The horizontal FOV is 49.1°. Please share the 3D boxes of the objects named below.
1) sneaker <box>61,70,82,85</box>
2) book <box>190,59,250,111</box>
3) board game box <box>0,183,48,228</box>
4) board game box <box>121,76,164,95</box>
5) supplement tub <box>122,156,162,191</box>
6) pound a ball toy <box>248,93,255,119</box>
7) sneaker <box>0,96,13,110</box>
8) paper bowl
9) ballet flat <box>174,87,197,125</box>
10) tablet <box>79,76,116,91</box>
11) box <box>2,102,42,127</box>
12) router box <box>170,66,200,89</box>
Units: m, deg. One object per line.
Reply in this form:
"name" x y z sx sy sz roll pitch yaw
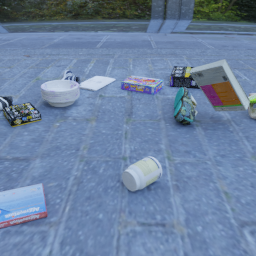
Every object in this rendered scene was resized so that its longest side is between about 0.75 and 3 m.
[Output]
"sneaker" -3.025 -2.725 15.349 0.997 0.644 1.837 -11 32 9
"book" 3.490 -1.518 10.703 1.438 2.153 0.517 -4 46 50
"board game box" -3.142 1.968 6.738 2.234 0.217 1.150 -9 27 -18
"board game box" 0.779 -2.316 14.959 1.920 0.430 1.291 13 29 23
"supplement tub" 0.385 1.249 7.632 0.956 0.693 0.693 -22 34 -36
"pound a ball toy" 6.105 -1.095 12.154 2.638 1.120 1.720 -20 7 -33
"sneaker" -5.842 -1.270 12.840 1.597 0.583 0.893 30 36 33
"paper bowl" -3.105 -1.574 12.969 1.726 0.898 1.726 0 27 0
"ballet flat" 2.456 -0.889 11.841 1.049 1.049 2.826 6 29 11
"tablet" -1.810 -2.539 15.716 1.420 0.149 2.182 13 30 24
"box" -4.421 -0.589 11.635 1.195 0.369 1.497 -16 31 -31
"router box" 3.417 -2.930 15.957 1.846 0.613 2.347 7 28 13
